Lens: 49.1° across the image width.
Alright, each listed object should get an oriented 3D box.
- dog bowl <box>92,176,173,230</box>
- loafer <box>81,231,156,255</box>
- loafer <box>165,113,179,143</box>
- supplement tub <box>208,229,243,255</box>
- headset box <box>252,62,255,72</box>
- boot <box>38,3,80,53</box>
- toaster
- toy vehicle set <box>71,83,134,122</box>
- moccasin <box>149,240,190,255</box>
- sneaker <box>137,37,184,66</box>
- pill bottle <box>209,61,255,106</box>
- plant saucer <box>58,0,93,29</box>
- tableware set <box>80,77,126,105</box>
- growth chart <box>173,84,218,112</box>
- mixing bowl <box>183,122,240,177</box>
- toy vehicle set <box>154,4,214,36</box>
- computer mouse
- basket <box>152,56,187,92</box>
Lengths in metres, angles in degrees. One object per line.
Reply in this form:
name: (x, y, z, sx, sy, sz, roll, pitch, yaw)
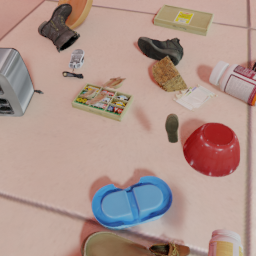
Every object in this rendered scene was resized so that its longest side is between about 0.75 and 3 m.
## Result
dog bowl: (0.124, 2.079, 7.644, 2.185, 0.542, 1.218, -12, 50, -9)
loafer: (0.225, 3.200, 6.367, 2.990, 1.008, 1.137, 22, 53, 18)
loafer: (1.168, -0.026, 7.465, 0.379, 0.997, 0.336, -2, 43, 6)
supplement tub: (1.889, 2.527, 5.448, 0.659, 0.659, 0.906, 12, 49, 10)
headset box: (6.030, -2.016, 11.038, 1.358, 0.705, 1.825, -21, 53, -17)
boot: (-2.948, -4.686, 13.192, 2.001, 0.796, 2.299, 36, 81, 26)
toaster: (-4.538, -1.582, 9.750, 2.405, 2.175, 1.427, 3, 52, 3)
toy vehicle set: (-0.934, -0.996, 10.458, 1.986, 0.263, 1.234, 17, 51, 14)
moccasin: (1.031, 3.012, 6.937, 1.017, 0.393, 0.372, 6, 50, 5)
sneaker: (1.503, -3.557, 12.324, 2.118, 0.810, 1.213, 26, 53, 17)
pill bottle: (4.200, -1.712, 10.508, 2.044, 1.120, 1.120, 32, 57, 25)
plant saucer: (-2.543, -6.046, 13.629, 0.507, 2.710, 2.710, 13, 35, -45)
tableware set: (-0.712, -1.139, 8.238, 1.454, 0.169, 1.215, -37, 27, -17)
growth chart: (2.542, -1.196, 10.701, 1.517, 0.135, 1.098, -33, 58, -25)
mixing bowl: (2.692, 0.491, 8.719, 1.829, 0.991, 1.829, -1, 49, 1)
toy vehicle set: (2.856, -5.539, 14.276, 2.725, 0.361, 1.693, 18, 52, 15)
computer mouse: (-2.176, -2.696, 11.878, 0.904, 0.362, 1.648, 3, 55, 9)
basket: (1.616, -1.999, 11.219, 0.940, 0.981, 1.317, -33, 50, 15)
